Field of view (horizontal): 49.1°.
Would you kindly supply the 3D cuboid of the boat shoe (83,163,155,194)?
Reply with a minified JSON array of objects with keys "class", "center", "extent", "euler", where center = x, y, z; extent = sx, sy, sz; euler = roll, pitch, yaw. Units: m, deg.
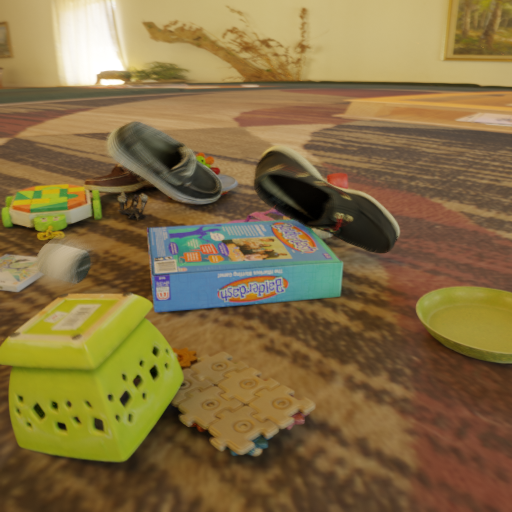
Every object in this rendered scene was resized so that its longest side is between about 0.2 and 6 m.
[{"class":"boat shoe","center":[-3.378,-2.262,14.942],"extent":[1.016,1.013,2.816],"euler":[9,19,43]}]

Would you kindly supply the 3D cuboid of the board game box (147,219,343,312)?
[{"class":"board game box","center":[-0.321,0.072,9.761],"extent":[3.036,0.683,2.309],"euler":[-4,22,-10]}]

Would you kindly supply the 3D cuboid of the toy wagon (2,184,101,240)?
[{"class":"toy wagon","center":[-4.640,-1.056,12.798],"extent":[2.110,0.538,2.720],"euler":[-7,23,-16]}]

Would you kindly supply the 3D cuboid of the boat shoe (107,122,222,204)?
[{"class":"boat shoe","center":[-1.948,-2.107,13.208],"extent":[3.125,1.127,1.108],"euler":[22,-22,-35]}]

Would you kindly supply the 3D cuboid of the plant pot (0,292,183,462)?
[{"class":"plant pot","center":[-1.761,1.164,5.947],"extent":[1.384,1.262,1.390],"euler":[-2,24,21]}]

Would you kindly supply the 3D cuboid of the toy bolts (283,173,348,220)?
[{"class":"toy bolts","center":[1.391,-1.078,12.792],"extent":[1.644,1.140,1.570],"euler":[-4,-20,16]}]

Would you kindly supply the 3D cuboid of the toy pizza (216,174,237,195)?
[{"class":"toy pizza","center":[-1.417,-1.907,15.275],"extent":[1.829,0.290,1.829],"euler":[0,23,0]}]

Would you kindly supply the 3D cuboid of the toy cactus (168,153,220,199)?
[{"class":"toy cactus","center":[-2.199,-2.440,14.941],"extent":[1.854,1.149,2.247],"euler":[36,37,27]}]

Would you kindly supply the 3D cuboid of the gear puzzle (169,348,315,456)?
[{"class":"gear puzzle","center":[-0.526,1.612,6.536],"extent":[1.208,0.305,2.332],"euler":[-21,27,-37]}]

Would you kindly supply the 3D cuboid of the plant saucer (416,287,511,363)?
[{"class":"plant saucer","center":[3.313,0.990,7.989],"extent":[2.023,0.314,2.023],"euler":[-1,21,0]}]

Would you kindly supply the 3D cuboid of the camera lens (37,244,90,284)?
[{"class":"camera lens","center":[-3.019,0.117,8.840],"extent":[0.679,0.543,0.543],"euler":[13,24,13]}]

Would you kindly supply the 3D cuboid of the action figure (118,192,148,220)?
[{"class":"action figure","center":[-2.927,-1.207,13.141],"extent":[0.682,0.586,1.148],"euler":[5,16,-23]}]

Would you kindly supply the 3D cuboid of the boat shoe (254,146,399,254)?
[{"class":"boat shoe","center":[1.263,-0.818,10.105],"extent":[2.977,1.089,0.933],"euler":[31,43,-11]}]

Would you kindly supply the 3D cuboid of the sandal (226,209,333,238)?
[{"class":"sandal","center":[0.486,-0.740,11.766],"extent":[2.486,0.611,1.012],"euler":[2,14,15]}]

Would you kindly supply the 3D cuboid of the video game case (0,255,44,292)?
[{"class":"video game case","center":[-4.359,0.286,9.979],"extent":[1.108,0.134,1.216],"euler":[5,22,13]}]
